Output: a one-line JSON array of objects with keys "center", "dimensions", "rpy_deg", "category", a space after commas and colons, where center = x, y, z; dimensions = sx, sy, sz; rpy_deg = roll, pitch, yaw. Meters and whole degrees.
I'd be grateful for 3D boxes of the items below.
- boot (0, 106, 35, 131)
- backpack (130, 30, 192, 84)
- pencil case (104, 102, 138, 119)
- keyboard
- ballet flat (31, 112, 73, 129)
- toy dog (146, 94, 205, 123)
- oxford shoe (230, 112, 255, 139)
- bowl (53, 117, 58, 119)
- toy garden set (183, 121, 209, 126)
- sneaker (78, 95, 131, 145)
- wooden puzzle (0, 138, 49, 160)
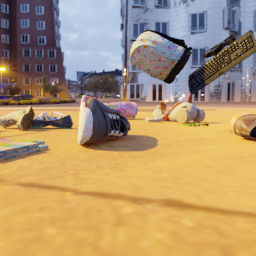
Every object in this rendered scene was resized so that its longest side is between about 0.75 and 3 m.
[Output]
[{"center": [-4.133, -0.236, 10.216], "dimensions": [1.189, 0.557, 1.529], "rpy_deg": [-15, 30, 1], "category": "boot"}, {"center": [1.019, -2.459, 9.557], "dimensions": [1.873, 1.563, 1.185], "rpy_deg": [30, 44, -5], "category": "backpack"}, {"center": [-0.621, -0.963, 15.891], "dimensions": [2.392, 1.046, 1.046], "rpy_deg": [-4, 7, -32], "category": "pencil case"}, {"center": [2.709, -2.131, 8.639], "dimensions": [0.480, 1.262, 2.425], "rpy_deg": [30, -45, -28], "category": "keyboard"}, {"center": [-2.946, -0.303, 10.578], "dimensions": [1.829, 0.668, 0.668], "rpy_deg": [1, 5, 12], "category": "ballet flat"}, {"center": [2.332, -0.981, 13.755], "dimensions": [2.848, 1.372, 1.878], "rpy_deg": [3, 6, 30], "category": "toy dog"}, {"center": [4.050, -0.024, 7.456], "dimensions": [2.470, 0.881, 0.900], "rpy_deg": [-8, 20, -8], "category": "oxford shoe"}, {"center": [-3.562, -0.350, 12.959], "dimensions": [1.421, 0.279, 1.421], "rpy_deg": [0, 6, 0], "category": "bowl"}, {"center": [2.856, -0.178, 11.685], "dimensions": [0.860, 0.172, 0.717], "rpy_deg": [-4, 6, -33], "category": "toy garden set"}, {"center": [-0.529, -0.198, 7.227], "dimensions": [1.228, 1.156, 2.999], "rpy_deg": [6, 6, 2], "category": "sneaker"}, {"center": [-2.667, 0.400, 5.532], "dimensions": [1.496, 0.177, 2.523], "rpy_deg": [2, 6, 22], "category": "wooden puzzle"}]
